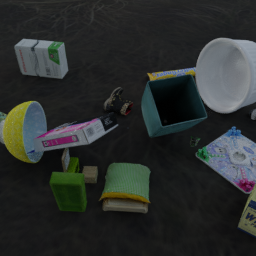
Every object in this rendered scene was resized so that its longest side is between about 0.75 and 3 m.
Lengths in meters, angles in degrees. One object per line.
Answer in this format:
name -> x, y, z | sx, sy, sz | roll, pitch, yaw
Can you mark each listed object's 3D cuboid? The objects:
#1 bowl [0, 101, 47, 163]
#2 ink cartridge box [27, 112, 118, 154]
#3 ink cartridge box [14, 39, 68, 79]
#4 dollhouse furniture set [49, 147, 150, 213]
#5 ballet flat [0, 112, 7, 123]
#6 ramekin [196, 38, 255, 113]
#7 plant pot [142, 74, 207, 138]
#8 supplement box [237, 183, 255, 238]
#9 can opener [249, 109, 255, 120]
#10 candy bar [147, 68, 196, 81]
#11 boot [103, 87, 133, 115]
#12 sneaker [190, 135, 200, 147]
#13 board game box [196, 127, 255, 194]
bowl -> -3.451, 0.135, 8.972 | 1.063, 1.976, 1.976 | 0, 41, 3
ink cartridge box -> -1.857, 0.195, 8.721 | 2.985, 0.553, 1.413 | -13, 13, 38
ink cartridge box -> -4.035, -3.262, 13.192 | 2.092, 1.534, 0.869 | 8, 41, 8
dollhouse furniture set -> -0.634, 1.362, 8.039 | 2.621, 1.315, 1.717 | 3, 41, 3
ballet flat -> -5.897, -0.442, 10.480 | 2.503, 0.929, 0.929 | -8, 42, -9
ramekin -> 4.093, -2.068, 10.947 | 1.382, 2.836, 2.836 | -12, 42, -25
plant pot -> 1.289, -0.500, 9.266 | 1.500, 2.123, 1.500 | -12, 73, -14
supplement box -> 3.576, 2.056, 7.310 | 0.825, 1.229, 1.228 | 23, 46, 24
can opener -> 5.712, -0.458, 10.748 | 1.945, 0.512, 0.646 | 11, 42, 12
candy bar -> 2.268, -2.573, 13.346 | 2.720, 0.301, 0.678 | -10, 42, -10
boot -> -0.272, -1.082, 11.470 | 1.027, 0.499, 1.364 | 19, 48, 22
sneaker -> 2.210, 0.458, 9.296 | 0.306, 0.785, 0.334 | 16, 82, 15
board game box -> 3.721, 0.941, 9.328 | 2.089, 0.270, 2.088 | -27, 48, -28
